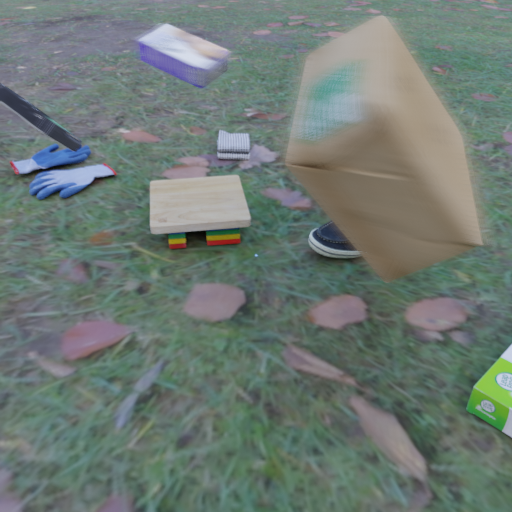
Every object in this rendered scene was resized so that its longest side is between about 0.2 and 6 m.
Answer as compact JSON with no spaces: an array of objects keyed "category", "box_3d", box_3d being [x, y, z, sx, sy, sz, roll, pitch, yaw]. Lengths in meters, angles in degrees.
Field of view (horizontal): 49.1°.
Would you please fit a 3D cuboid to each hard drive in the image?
[{"category":"hard drive","box_3d":[-3.569,-2.247,9.006,1.396,0.264,0.976,35,1,11]}]

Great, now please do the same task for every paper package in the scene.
[{"category":"paper package","box_3d":[1.930,-1.630,8.401,1.546,2.848,2.988,-26,34,33]}]

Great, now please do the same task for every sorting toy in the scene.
[{"category":"sorting toy","box_3d":[-1.247,-0.939,12.144,2.013,0.701,2.001,-5,35,-7]}]

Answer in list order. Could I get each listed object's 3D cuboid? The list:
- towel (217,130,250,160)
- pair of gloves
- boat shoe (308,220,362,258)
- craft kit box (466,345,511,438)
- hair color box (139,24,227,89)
[{"category":"towel","box_3d":[-0.616,-3.034,15.288,0.916,0.474,1.107,-1,35,-3]},{"category":"pair of gloves","box_3d":[-4.969,-2.211,14.307,2.139,0.303,2.661,-23,42,-32]},{"category":"boat shoe","box_3d":[2.484,-0.785,11.714,3.139,0.977,1.171,-17,41,-20]},{"category":"craft kit box","box_3d":[4.856,2.062,8.073,2.557,0.628,2.589,28,43,37]},{"category":"hair color box","box_3d":[-1.178,-3.254,9.091,1.289,0.418,0.705,30,55,18]}]
